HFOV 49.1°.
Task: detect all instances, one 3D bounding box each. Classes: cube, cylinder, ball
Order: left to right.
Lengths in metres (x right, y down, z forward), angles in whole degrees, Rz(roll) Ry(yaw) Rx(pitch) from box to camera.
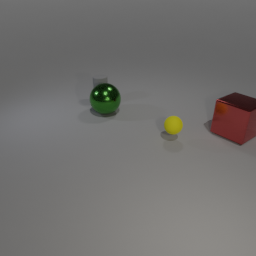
[{"bbox_3d":[-1.332,-2.147,13.521,0.700,0.700,0.700,-1,26,0],"label":"cylinder"},{"bbox_3d":[-1.013,-1.302,12.491,1.400,1.400,1.400,0,29,0],"label":"ball"},{"bbox_3d":[1.697,-0.105,10.482,0.700,0.700,0.700,0,29,0],"label":"ball"},{"bbox_3d":[4.271,-0.417,10.860,1.400,1.400,1.400,-21,35,-37],"label":"cube"}]
